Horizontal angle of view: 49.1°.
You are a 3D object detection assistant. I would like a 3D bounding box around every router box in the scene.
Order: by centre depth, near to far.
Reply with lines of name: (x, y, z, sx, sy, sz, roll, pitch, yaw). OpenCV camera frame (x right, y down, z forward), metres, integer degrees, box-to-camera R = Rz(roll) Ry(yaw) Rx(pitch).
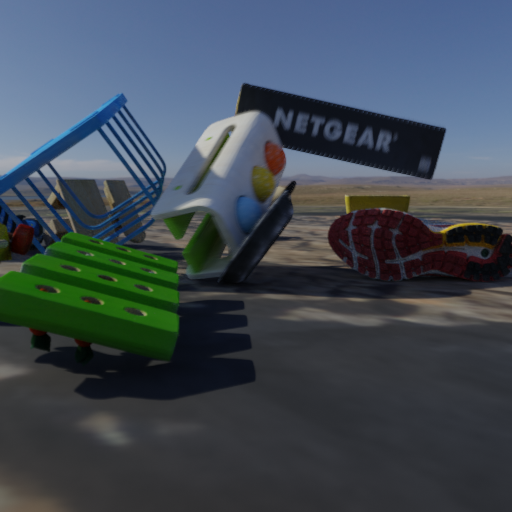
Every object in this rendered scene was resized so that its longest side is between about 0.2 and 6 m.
router box: (1.252, -2.160, 9.662, 3.231, 0.844, 2.540, 12, 13, -2)

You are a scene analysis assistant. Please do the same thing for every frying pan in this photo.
frying pan: (0.100, -0.281, 7.545, 0.389, 1.447, 2.393, 37, 14, 2)

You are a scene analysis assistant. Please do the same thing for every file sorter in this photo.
file sorter: (-2.456, -1.151, 8.439, 1.820, 1.609, 2.623, -31, 22, 7)

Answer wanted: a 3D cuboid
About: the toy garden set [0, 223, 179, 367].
toy garden set: (-1.791, 0.223, 4.676, 2.232, 0.534, 2.678, 16, 7, -10)

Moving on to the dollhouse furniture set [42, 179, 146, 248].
dollhouse furniture set: (-3.129, -0.273, 11.076, 1.890, 1.620, 1.988, -7, -25, -44)

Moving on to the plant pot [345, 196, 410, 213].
plant pot: (2.484, -0.708, 11.645, 1.250, 1.102, 1.249, 0, 6, 8)

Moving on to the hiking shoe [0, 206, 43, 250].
hiking shoe: (-5.020, -0.683, 10.816, 1.055, 1.229, 2.835, 1, 7, 9)

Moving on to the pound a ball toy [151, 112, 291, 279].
pound a ball toy: (-0.117, -0.779, 8.037, 1.199, 1.841, 2.823, -8, 36, 26)

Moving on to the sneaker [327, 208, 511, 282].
sneaker: (2.173, -0.082, 7.680, 2.420, 0.942, 0.994, 9, 2, 1)
